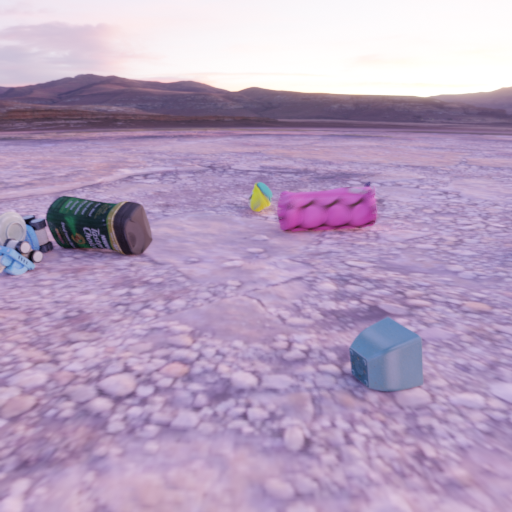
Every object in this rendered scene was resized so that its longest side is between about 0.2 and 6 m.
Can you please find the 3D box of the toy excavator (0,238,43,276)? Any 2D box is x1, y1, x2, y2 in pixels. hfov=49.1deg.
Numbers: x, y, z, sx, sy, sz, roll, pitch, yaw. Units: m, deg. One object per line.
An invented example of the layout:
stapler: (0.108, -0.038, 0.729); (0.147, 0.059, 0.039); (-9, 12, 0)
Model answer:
toy excavator: (-4.619, 0.155, 10.305); (0.528, 1.058, 1.029); (9, -25, 32)

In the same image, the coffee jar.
coffee jar: (-3.270, -0.636, 11.805); (2.122, 1.107, 0.905); (6, 42, 20)

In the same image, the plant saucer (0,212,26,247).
plant saucer: (-4.804, -0.466, 11.039); (0.202, 0.806, 0.806); (6, 18, 25)

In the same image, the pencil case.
pencil case: (1.689, -1.177, 13.452); (2.338, 1.061, 1.095); (-6, -26, -4)

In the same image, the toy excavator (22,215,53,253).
toy excavator: (-5.223, -0.330, 11.777); (1.356, 0.696, 1.394); (14, 30, 42)

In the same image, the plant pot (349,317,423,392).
plant pot: (1.479, 1.212, 6.587); (0.671, 0.657, 0.659); (-16, 21, -19)

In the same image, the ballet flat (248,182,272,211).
ballet flat: (0.064, -1.667, 16.126); (0.665, 0.663, 1.985); (-42, 11, 11)
